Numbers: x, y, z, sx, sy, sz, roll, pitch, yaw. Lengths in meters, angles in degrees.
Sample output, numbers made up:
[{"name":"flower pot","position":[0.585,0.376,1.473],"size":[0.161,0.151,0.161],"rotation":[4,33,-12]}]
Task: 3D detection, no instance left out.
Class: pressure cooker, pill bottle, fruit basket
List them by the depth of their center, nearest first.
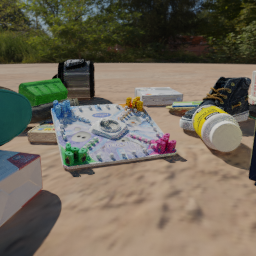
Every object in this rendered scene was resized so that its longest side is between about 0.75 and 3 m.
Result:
[{"name":"pill bottle","position":[2.008,0.001,6.370],"size":[0.825,0.825,1.468],"rotation":[0,15,0]},{"name":"fruit basket","position":[-3.197,-1.136,10.011],"size":[1.772,1.278,1.772],"rotation":[10,28,-5]},{"name":"pressure cooker","position":[-2.441,-2.142,12.526],"size":[1.918,1.713,1.687],"rotation":[-1,-15,-4]}]

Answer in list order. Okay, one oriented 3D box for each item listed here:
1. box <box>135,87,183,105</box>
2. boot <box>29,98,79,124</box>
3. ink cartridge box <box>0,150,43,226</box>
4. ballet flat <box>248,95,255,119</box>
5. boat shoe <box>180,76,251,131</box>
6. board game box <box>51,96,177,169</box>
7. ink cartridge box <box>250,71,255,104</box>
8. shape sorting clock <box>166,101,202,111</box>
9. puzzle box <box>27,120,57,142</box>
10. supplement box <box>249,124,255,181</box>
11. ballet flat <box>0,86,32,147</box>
[{"name":"box","position":[1.256,-1.413,12.127],"size":[1.697,0.448,2.177],"rotation":[-3,15,-7]},{"name":"boot","position":[-2.319,-0.412,7.728],"size":[1.814,0.658,1.649],"rotation":[-8,9,-23]},{"name":"ink cartridge box","position":[-2.360,0.748,4.088],"size":[1.861,0.628,1.084],"rotation":[5,16,14]},{"name":"ballet flat","position":[3.975,-0.809,9.546],"size":[0.731,0.731,2.002],"rotation":[-5,16,-17]},{"name":"boat shoe","position":[2.578,-0.783,8.161],"size":[3.003,1.363,1.063],"rotation":[-14,21,-41]},{"name":"board game box","position":[-0.424,-0.066,6.382],"size":[2.384,0.308,2.384],"rotation":[-5,33,-19]},{"name":"ink cartridge box","position":[5.266,-1.168,9.376],"size":[1.427,1.465,2.279],"rotation":[-6,16,-16]},{"name":"shape sorting clock","position":[2.142,-0.724,9.898],"size":[1.598,0.313,1.598],"rotation":[-3,12,1]},{"name":"puzzle box","position":[-1.451,0.061,7.241],"size":[1.888,0.240,1.256],"rotation":[1,16,3]},{"name":"supplement box","position":[3.370,-0.179,4.156],"size":[2.356,2.358,1.583],"rotation":[13,21,40]},{"name":"ballet flat","position":[-2.514,0.014,3.772],"size":[1.023,1.017,2.990],"rotation":[1,17,13]}]
